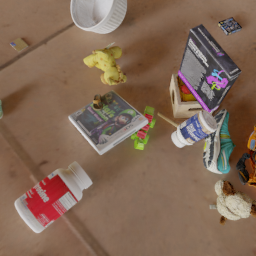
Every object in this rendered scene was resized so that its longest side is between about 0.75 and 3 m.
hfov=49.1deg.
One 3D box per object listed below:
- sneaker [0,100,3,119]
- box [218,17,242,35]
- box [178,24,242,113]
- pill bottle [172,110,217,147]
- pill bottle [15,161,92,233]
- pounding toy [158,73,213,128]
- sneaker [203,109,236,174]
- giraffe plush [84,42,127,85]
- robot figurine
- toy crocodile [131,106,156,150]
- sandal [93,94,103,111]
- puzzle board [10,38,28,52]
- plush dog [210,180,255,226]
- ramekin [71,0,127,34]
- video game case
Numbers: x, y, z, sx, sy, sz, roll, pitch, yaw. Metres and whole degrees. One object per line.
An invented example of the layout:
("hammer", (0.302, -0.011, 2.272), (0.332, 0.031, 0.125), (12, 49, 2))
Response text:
("sneaker", (-5.391, -0.870, 11.423), (0.370, 0.593, 1.005), (-13, 64, -9))
("box", (5.043, -5.048, 13.877), (0.848, 0.211, 0.842), (-24, 64, -12))
("box", (2.512, -1.770, 9.150), (0.489, 2.709, 1.937), (-30, 73, -7))
("pill bottle", (2.002, 0.072, 8.642), (0.733, 1.322, 0.733), (27, 44, -29))
("pill bottle", (-2.408, 2.217, 9.355), (2.342, 1.315, 1.315), (-38, 68, -18))
("pounding toy", (2.315, -0.935, 11.140), (2.206, 1.149, 2.511), (-3, 62, -2))
("sneaker", (3.515, 0.505, 10.650), (1.027, 0.999, 2.578), (19, 67, -10))
("giraffe plush", (-0.766, -2.555, 11.946), (1.671, 1.937, 1.570), (-23, 96, -21))
("robot figurine", (5.126, 1.122, 10.236), (1.993, 0.800, 2.748), (18, 63, 11))
("toy crocodile", (0.635, -0.031, 10.904), (0.665, 0.608, 1.969), (23, 63, -1))
("sandal", (-1.240, -1.075, 11.314), (0.410, 0.276, 1.021), (-11, 47, 3))
("puzzle board", (-5.203, -3.969, 13.384), (0.566, 0.065, 0.751), (-41, 69, -18))
("plush dog", (3.506, 2.487, 9.152), (1.652, 1.419, 1.325), (35, 67, 17))
("ramekin", (-1.263, -5.672, 12.976), (2.595, 1.362, 2.595), (0, 89, 34))
("video game case", (-0.818, -0.338, 10.951), (2.230, 0.286, 2.453), (-33, 50, -17))
